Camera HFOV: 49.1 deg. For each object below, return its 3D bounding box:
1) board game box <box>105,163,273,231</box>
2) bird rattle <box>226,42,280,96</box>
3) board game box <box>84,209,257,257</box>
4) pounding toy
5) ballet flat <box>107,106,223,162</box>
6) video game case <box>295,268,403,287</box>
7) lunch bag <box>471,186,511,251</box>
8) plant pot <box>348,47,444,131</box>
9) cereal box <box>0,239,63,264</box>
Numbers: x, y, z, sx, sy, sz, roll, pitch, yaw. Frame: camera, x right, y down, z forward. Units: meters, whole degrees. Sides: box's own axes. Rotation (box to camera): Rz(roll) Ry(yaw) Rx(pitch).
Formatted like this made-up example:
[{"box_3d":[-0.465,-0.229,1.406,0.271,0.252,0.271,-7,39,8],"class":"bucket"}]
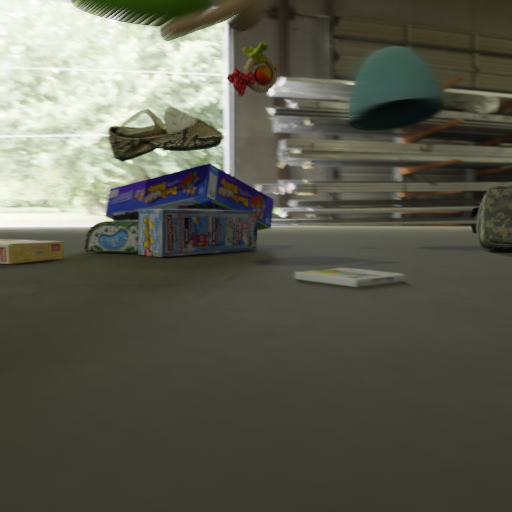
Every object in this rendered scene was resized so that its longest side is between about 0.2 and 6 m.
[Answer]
[{"box_3d":[-1.564,-1.102,12.957,3.282,0.735,2.207,-7,-20,39],"class":"board game box"},{"box_3d":[0.006,-3.395,10.369,0.844,1.036,0.584,25,-6,-23],"class":"bird rattle"},{"box_3d":[-1.725,-0.473,10.667,2.750,0.848,2.749,1,3,20],"class":"board game box"},{"box_3d":[-1.132,-3.322,6.468,2.230,1.035,1.721,30,38,30],"class":"pounding toy"},{"box_3d":[-1.943,-2.497,11.224,2.539,0.956,0.861,-3,33,22],"class":"ballet flat"},{"box_3d":[0.984,0.226,5.972,0.782,0.098,0.860,-3,6,-40],"class":"video game case"},{"box_3d":[5.320,-0.665,11.166,1.834,1.278,1.538,1,-8,16],"class":"lunch bag"},{"box_3d":[2.618,-3.279,10.810,1.790,1.206,1.790,-5,-5,0],"class":"plant pot"},{"box_3d":[-4.083,-0.088,8.714,1.706,0.337,1.227,1,4,17],"class":"cereal box"}]
